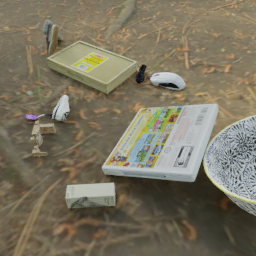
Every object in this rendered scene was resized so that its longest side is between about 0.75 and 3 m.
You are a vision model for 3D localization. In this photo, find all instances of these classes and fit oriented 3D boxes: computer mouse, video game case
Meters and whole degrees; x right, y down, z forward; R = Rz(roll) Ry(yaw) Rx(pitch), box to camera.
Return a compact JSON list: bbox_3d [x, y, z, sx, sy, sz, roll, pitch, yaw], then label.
[{"bbox_3d":[1.177,-1.819,10.027,1.835,0.403,1.006,14,44,14],"label":"computer mouse"},{"bbox_3d":[0.894,0.268,7.284,2.378,0.299,2.613,-1,38,33],"label":"video game case"}]

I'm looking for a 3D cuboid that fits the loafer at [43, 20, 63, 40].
[{"bbox_3d":[-3.124,-4.101,11.831,0.572,0.571,1.637,8,5,1],"label":"loafer"}]

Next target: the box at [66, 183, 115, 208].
[{"bbox_3d":[-0.844,1.552,6.423,1.093,0.449,0.374,-3,43,-1],"label":"box"}]

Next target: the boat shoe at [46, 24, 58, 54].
[{"bbox_3d":[-3.059,-3.537,11.122,0.390,1.204,0.433,28,37,12],"label":"boat shoe"}]

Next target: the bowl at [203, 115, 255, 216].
[{"bbox_3d":[3.274,0.980,6.027,2.988,1.402,2.988,-19,28,10],"label":"bowl"}]

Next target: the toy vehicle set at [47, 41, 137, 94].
[{"bbox_3d":[-1.373,-2.417,10.660,2.985,0.396,1.854,27,50,26],"label":"toy vehicle set"}]

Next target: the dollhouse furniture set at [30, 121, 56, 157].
[{"bbox_3d":[-2.350,0.247,7.748,0.454,0.531,1.025,-3,43,0],"label":"dollhouse furniture set"}]

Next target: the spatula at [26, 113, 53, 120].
[{"bbox_3d":[-2.661,-0.378,8.695,0.950,0.098,0.269,-8,35,-12],"label":"spatula"}]

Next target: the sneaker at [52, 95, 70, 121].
[{"bbox_3d":[-2.030,-0.616,8.825,0.433,0.411,1.075,16,47,-4],"label":"sneaker"}]
